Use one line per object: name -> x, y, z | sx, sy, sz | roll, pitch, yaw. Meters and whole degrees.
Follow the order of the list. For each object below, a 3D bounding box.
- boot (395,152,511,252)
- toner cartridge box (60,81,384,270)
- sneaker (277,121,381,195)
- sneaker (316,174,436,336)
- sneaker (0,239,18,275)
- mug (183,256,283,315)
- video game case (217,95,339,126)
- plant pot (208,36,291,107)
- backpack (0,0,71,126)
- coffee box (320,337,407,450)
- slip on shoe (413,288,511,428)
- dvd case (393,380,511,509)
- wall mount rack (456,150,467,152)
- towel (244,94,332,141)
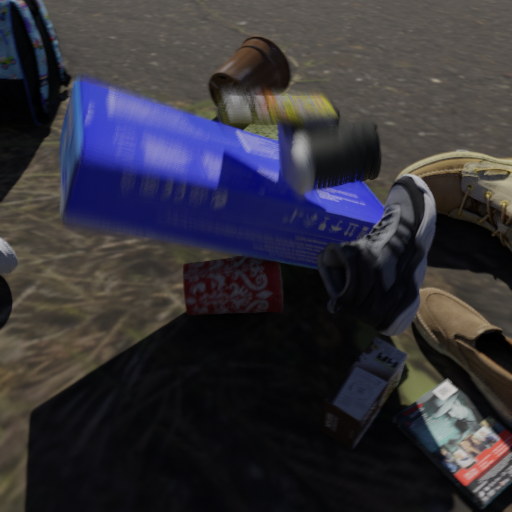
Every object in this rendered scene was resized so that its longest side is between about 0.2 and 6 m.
boot -> 3.715, -0.591, 8.675 | 2.850, 1.038, 2.215 | 2, 42, -3
toner cartridge box -> -0.330, -0.944, 7.508 | 4.302, 0.929, 2.044 | 11, 31, -26
sneaker -> 0.837, -1.274, 6.645 | 1.070, 0.763, 2.157 | -9, 24, -4
sneaker -> 1.406, -0.153, 6.632 | 1.157, 0.767, 2.033 | 18, 74, -19
sneaker -> -4.504, 0.242, 7.916 | 2.080, 0.782, 1.195 | 5, 42, 13
mug -> -0.331, 0.415, 7.794 | 1.291, 0.861, 1.146 | -5, -2, -4
video game case -> 0.239, -1.743, 6.641 | 1.305, 0.184, 1.444 | 0, 22, 0
plant pot -> -0.200, -3.755, 12.041 | 1.398, 1.398, 1.384 | 26, 56, 26
backpack -> -5.076, -4.227, 11.589 | 1.681, 2.499, 2.281 | 0, 43, 0
coffee box -> 1.245, 1.576, 6.489 | 0.452, 0.640, 1.132 | 28, 48, 26
slip on shoe -> 2.786, 1.086, 6.997 | 0.865, 0.689, 2.275 | -14, 44, -15
dvd case -> 2.334, 2.064, 6.323 | 0.933, 0.141, 1.279 | -26, 49, -26
wall mount rack -> 3.875, -1.509, 10.181 | 0.889, 0.382, 1.023 | -16, 44, -22
towel -> 0.590, -2.234, 10.598 | 1.466, 0.361, 1.977 | -43, 49, -3
